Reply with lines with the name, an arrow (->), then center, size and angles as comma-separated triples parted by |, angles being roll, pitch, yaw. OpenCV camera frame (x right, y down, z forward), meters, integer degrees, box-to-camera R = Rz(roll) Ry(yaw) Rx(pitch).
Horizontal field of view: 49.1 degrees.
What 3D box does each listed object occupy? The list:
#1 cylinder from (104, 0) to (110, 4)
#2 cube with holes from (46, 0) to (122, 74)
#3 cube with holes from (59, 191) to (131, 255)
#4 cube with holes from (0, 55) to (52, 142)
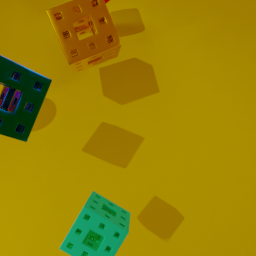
cylinder -> -1.148, -4.928, 9.102 | 1.347, 1.347, 1.347 | -9, 57, -5
cube with holes -> -1.103, -2.394, 7.289 | 1.364, 1.364, 1.364 | -23, 95, -5
cube with holes -> -0.474, 1.584, 4.371 | 0.742, 0.742, 0.742 | 30, 95, 0
cube with holes -> -2.163, -0.557, 4.639 | 1.103, 1.103, 1.103 | 18, 86, 50
